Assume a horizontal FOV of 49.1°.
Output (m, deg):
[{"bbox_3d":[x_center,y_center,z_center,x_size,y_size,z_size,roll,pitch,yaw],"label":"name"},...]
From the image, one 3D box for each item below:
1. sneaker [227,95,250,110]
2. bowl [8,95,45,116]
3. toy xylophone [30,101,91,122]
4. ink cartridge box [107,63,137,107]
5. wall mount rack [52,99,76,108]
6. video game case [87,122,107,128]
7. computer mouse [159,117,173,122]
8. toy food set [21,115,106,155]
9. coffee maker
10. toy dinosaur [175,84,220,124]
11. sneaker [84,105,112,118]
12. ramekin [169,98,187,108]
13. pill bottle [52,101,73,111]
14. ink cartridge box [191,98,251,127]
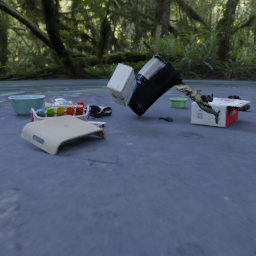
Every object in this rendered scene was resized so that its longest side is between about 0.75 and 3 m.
[{"bbox_3d":[6.347,-1.478,16.324,0.690,0.825,1.817,-3,14,-23],"label":"sneaker"},{"bbox_3d":[-5.276,-1.183,14.711,1.806,0.945,1.806,0,13,0],"label":"bowl"},{"bbox_3d":[-2.512,-0.495,10.765,2.352,1.722,0.591,1,52,-26],"label":"toy xylophone"},{"bbox_3d":[-0.210,-1.769,11.746,0.677,1.155,1.577,23,-13,16],"label":"ink cartridge box"},{"bbox_3d":[-3.944,-1.495,17.148,1.307,0.561,1.505,-8,15,-19],"label":"wall mount rack"},{"bbox_3d":[-1.423,-0.120,11.813,0.828,0.148,0.750,4,13,18],"label":"video game case"},{"bbox_3d":[1.768,-0.442,13.179,0.548,0.180,0.780,-2,12,-14],"label":"computer mouse"},{"bbox_3d":[-2.091,0.243,9.399,1.654,0.696,2.305,23,24,31],"label":"toy food set"},{"bbox_3d":[1.218,-1.883,13.746,2.567,2.673,1.800,41,-11,26],"label":"coffee maker"},{"bbox_3d":[2.623,-0.792,9.422,2.308,0.548,1.017,39,0,-22],"label":"toy dinosaur"},{"bbox_3d":[-1.704,-0.809,14.200,1.654,0.624,0.952,-2,1,-45],"label":"sneaker"},{"bbox_3d":[3.081,-1.534,17.211,1.076,0.525,1.076,0,13,0],"label":"ramekin"},{"bbox_3d":[-3.586,-1.128,15.250,1.093,0.606,0.606,-8,15,-32],"label":"pill bottle"},{"bbox_3d":[4.224,-0.735,12.627,2.047,0.977,2.331,9,15,33],"label":"ink cartridge box"}]
